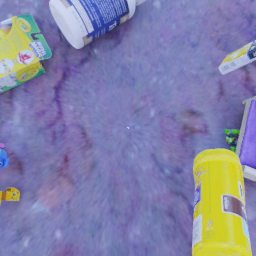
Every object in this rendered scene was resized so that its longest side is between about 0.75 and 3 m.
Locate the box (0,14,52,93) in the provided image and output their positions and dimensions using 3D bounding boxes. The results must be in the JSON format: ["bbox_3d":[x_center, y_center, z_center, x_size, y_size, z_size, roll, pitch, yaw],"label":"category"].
[{"bbox_3d":[-3.637,-1.855,7.640,2.937,0.710,1.723,-27,73,-6],"label":"box"}]

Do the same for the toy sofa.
[{"bbox_3d":[3.208,0.214,6.703,0.842,0.992,2.033,23,73,-12],"label":"toy sofa"}]

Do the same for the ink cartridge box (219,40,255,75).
[{"bbox_3d":[2.554,-1.634,5.980,0.243,1.023,1.035,51,46,-14],"label":"ink cartridge box"}]

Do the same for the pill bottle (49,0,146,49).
[{"bbox_3d":[-0.718,-3.441,7.760,2.574,1.429,1.429,-35,75,-10],"label":"pill bottle"}]

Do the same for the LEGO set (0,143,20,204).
[{"bbox_3d":[-3.127,1.315,6.578,0.922,0.992,2.418,-4,74,31],"label":"LEGO set"}]

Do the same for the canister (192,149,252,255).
[{"bbox_3d":[1.399,1.375,4.208,0.779,1.337,1.801,-6,30,19],"label":"canister"}]

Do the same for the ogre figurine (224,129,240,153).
[{"bbox_3d":[2.786,0.378,7.066,0.490,0.401,0.817,-17,60,7],"label":"ogre figurine"}]
